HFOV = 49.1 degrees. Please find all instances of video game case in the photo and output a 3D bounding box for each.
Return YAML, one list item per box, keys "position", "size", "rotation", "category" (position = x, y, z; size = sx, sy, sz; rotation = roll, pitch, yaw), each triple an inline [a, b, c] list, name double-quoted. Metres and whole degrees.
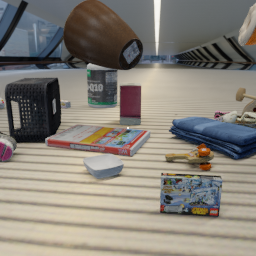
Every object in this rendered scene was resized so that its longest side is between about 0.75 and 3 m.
- position: [-0.916, 0.327, 9.361]
  size: [2.925, 0.255, 2.091]
  rotation: [5, 16, 19]
  category: "video game case"

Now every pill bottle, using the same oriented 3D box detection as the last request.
- position: [-1.387, -2.644, 15.153]
  size: [1.654, 2.924, 1.654]
  rotation: [0, 14, 0]
  category: "pill bottle"

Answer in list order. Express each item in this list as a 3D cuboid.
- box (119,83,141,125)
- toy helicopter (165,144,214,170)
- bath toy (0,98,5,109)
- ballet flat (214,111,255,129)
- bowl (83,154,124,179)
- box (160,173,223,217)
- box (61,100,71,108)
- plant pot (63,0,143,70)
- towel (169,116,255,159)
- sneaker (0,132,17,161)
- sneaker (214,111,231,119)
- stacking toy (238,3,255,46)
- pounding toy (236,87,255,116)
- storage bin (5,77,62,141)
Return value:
- position: [0.088, -1.028, 11.679]
  size: [0.892, 1.637, 1.046]
  rotation: [0, 15, -2]
  category: "box"
- position: [1.645, 0.732, 7.533]
  size: [1.284, 0.507, 0.849]
  rotation: [-4, 17, 21]
  category: "toy helicopter"
- position: [-6.899, -1.181, 14.096]
  size: [0.799, 0.679, 1.837]
  rotation: [5, 15, 15]
  category: "bath toy"
- position: [4.312, -0.339, 10.784]
  size: [2.021, 0.727, 0.727]
  rotation: [6, 16, 20]
  category: "ballet flat"
- position: [-0.608, 0.960, 6.936]
  size: [0.872, 0.326, 0.873]
  rotation: [-8, 17, -28]
  category: "bowl"
- position: [1.139, 1.228, 5.162]
  size: [1.089, 0.746, 0.217]
  rotation: [3, 15, 7]
  category: "box"
- position: [-3.850, -1.375, 15.405]
  size: [1.746, 0.362, 0.338]
  rotation: [12, 20, 36]
  category: "box"
- position: [-0.649, -2.923, 9.494]
  size: [2.140, 2.140, 2.290]
  rotation: [-15, 42, -44]
  category: "plant pot"
- position: [2.820, 0.201, 9.052]
  size: [1.567, 0.681, 2.807]
  rotation: [-10, 17, -34]
  category: "towel"
- position: [-4.187, 0.444, 7.994]
  size: [2.182, 0.805, 0.954]
  rotation: [5, 15, 3]
  category: "sneaker"
- position: [4.256, -0.506, 12.420]
  size: [0.917, 0.362, 0.437]
  rotation: [8, 36, 34]
  category: "sneaker"
- position: [3.101, -2.042, 5.942]
  size: [1.262, 0.922, 0.922]
  rotation: [20, 18, 5]
  category: "stacking toy"
- position: [5.156, -0.516, 10.789]
  size: [2.390, 1.366, 1.371]
  rotation: [26, 24, 18]
  category: "pounding toy"
- position: [-3.309, -0.781, 10.247]
  size: [1.331, 1.919, 2.839]
  rotation: [-2, 15, -6]
  category: "storage bin"
